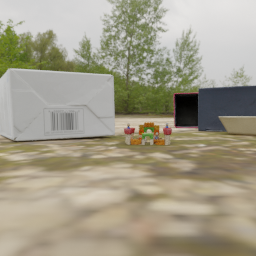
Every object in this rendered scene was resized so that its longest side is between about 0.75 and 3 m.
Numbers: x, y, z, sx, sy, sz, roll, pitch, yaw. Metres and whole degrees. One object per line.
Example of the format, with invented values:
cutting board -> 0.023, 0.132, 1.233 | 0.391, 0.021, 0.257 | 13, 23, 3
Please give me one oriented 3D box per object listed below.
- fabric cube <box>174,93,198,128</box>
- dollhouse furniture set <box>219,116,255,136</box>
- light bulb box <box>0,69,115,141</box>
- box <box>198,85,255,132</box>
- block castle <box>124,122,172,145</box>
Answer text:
fabric cube -> 2.473, -0.667, 11.008 | 1.301, 1.326, 1.322 | 0, 0, 11
dollhouse furniture set -> 2.967, -0.730, 5.969 | 2.087, 1.870, 2.634 | -2, 3, -37
light bulb box -> -1.690, -0.478, 6.281 | 2.111, 1.329, 2.130 | -2, 3, -30
box -> 3.624, -0.592, 8.862 | 2.276, 1.359, 2.315 | 1, 4, 29
block castle -> 0.344, 0.083, 4.709 | 0.778, 0.365, 0.520 | 0, 2, 8
